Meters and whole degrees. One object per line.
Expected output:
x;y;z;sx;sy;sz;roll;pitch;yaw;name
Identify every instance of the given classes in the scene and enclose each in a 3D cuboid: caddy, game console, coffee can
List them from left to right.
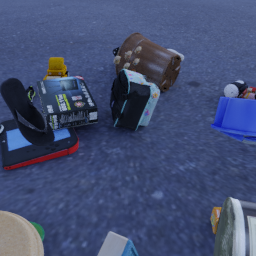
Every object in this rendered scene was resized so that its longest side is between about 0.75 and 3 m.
-2.833;0.213;8.774;2.198;0.386;2.486;-13;35;-19;game console
3.077;-0.137;6.760;2.064;1.083;1.459;6;7;0;caddy
2.800;2.275;4.069;2.797;2.047;2.047;8;34;12;coffee can

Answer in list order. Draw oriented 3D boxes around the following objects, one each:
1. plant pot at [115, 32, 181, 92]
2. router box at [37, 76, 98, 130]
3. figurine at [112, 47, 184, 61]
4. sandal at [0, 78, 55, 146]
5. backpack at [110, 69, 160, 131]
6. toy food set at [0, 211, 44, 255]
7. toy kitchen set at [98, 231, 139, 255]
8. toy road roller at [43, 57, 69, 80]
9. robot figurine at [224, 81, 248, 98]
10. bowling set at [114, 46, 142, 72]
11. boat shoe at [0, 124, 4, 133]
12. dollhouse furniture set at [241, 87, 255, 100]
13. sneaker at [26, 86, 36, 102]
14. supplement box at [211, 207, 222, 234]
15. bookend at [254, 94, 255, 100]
0.937;-2.643;11.755;2.118;2.139;2.139;28;42;26;plant pot
-2.050;-0.893;9.293;1.600;0.663;2.135;-12;42;-19;router box
0.842;-3.428;13.592;2.926;1.259;2.855;-3;28;-13;figurine
-2.275;-0.290;6.401;0.384;1.792;0.681;-3;35;44;sandal
0.138;-1.036;9.527;1.493;1.712;1.947;6;30;-22;backpack
-2.809;2.547;4.932;2.774;0.675;2.745;-16;36;-23;toy food set
0.091;2.995;4.150;1.664;1.223;2.077;15;56;21;toy kitchen set
-3.127;-2.431;12.169;0.904;1.074;1.471;0;33;0;toy road roller
4.320;-1.509;11.180;1.032;0.775;0.644;-22;55;-29;robot figurine
0.135;-2.445;10.375;1.199;0.834;0.644;-30;2;-7;bowling set
-5.159;-0.096;8.811;2.372;0.716;0.897;-2;38;4;boat shoe
4.938;-1.258;10.790;0.827;0.625;1.536;19;38;26;dollhouse furniture set
-3.957;-1.305;11.006;0.406;0.469;1.133;-1;33;-2;sneaker
2.465;2.017;5.974;1.284;0.442;0.427;1;31;6;supplement box
5.398;-1.110;9.665;2.374;1.101;2.389;-15;28;11;bookend
